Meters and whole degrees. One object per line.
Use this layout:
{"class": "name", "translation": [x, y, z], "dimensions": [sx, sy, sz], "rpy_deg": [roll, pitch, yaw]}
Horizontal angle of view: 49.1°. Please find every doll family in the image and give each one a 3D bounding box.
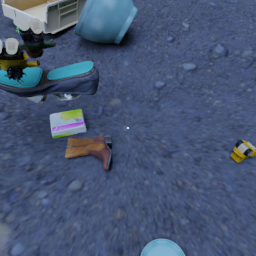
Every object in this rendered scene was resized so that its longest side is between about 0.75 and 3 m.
{"class": "doll family", "translation": [-2.833, -1.460, 5.694], "dimensions": [2.648, 1.531, 1.039], "rpy_deg": [0, 82, -14]}

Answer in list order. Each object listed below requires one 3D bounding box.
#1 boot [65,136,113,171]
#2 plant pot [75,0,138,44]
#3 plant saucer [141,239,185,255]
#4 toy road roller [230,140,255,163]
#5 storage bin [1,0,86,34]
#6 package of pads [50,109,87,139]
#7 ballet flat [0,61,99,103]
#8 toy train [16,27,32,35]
{"class": "boot", "translation": [-1.104, 0.704, 7.820], "dimensions": [1.327, 0.454, 1.249], "rpy_deg": [-4, 51, -2]}
{"class": "plant pot", "translation": [-0.716, -4.371, 10.939], "dimensions": [1.731, 2.584, 2.584], "rpy_deg": [29, 51, -11]}
{"class": "plant saucer", "translation": [0.766, 2.968, 6.117], "dimensions": [1.019, 0.183, 1.019], "rpy_deg": [0, 50, 0]}
{"class": "toy road roller", "translation": [3.233, 0.684, 7.905], "dimensions": [0.755, 0.551, 0.464], "rpy_deg": [5, 37, -47]}
{"class": "storage bin", "translation": [-3.563, -5.364, 12.098], "dimensions": [2.663, 1.248, 2.644], "rpy_deg": [28, 47, 20]}
{"class": "package of pads", "translation": [-1.849, -0.158, 8.590], "dimensions": [1.027, 0.350, 0.794], "rpy_deg": [-12, 51, -9]}
{"class": "ballet flat", "translation": [-2.028, -1.060, 7.116], "dimensions": [2.732, 0.998, 0.998], "rpy_deg": [-4, 50, 8]}
{"class": "toy train", "translation": [-4.217, -4.341, 12.130], "dimensions": [1.228, 0.256, 0.346], "rpy_deg": [-27, 65, -21]}
